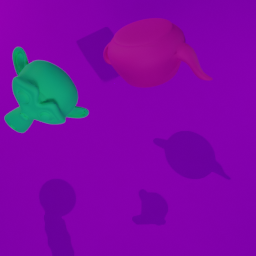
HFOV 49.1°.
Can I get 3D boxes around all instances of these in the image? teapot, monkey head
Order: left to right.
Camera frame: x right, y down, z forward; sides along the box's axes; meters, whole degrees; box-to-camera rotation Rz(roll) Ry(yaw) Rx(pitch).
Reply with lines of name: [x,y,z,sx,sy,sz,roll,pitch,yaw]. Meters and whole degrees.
monkey head: [-1.017,-0.343,3.245,0.813,0.681,1.130,-34,114,29]
teapot: [0.356,-1.053,4.212,1.849,0.905,1.149,14,49,32]
